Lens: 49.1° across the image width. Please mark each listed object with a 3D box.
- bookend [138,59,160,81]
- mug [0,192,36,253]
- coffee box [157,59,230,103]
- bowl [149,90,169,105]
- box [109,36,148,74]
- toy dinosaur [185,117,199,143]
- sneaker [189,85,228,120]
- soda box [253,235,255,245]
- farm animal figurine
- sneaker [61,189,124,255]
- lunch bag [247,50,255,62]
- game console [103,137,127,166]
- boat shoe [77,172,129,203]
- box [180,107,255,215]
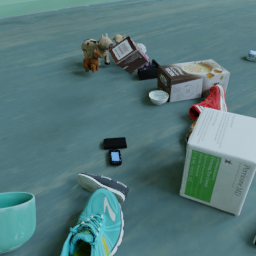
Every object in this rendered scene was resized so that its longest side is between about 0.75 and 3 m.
[{"bbox_3d":[0.856,-2.661,12.720,1.069,0.496,1.076,-10,37,-13],"label":"bookend"},{"bbox_3d":[-2.615,1.953,5.906,1.275,0.959,1.551,-3,2,-19],"label":"mug"},{"bbox_3d":[2.576,-1.936,11.302,2.465,0.982,1.409,-10,37,-14],"label":"coffee box"},{"bbox_3d":[1.171,-1.119,10.731,0.759,0.341,0.759,0,36,0],"label":"bowl"},{"bbox_3d":[0.054,-2.248,8.831,0.770,0.576,1.537,-32,-7,15],"label":"box"},{"bbox_3d":[2.293,0.117,8.778,1.051,0.791,1.549,-9,56,14],"label":"toy dinosaur"},{"bbox_3d":[2.823,-0.942,10.105,1.228,0.833,2.125,4,35,4],"label":"sneaker"},{"bbox_3d":[3.075,2.265,6.119,0.831,0.294,0.263,-28,42,-33],"label":"soda box"},{"bbox_3d":[-0.644,-3.667,12.905,2.996,1.506,2.419,-9,27,-5],"label":"farm animal figurine"},{"bbox_3d":[-0.712,2.213,5.534,1.047,1.076,2.702,6,36,8],"label":"sneaker"},{"bbox_3d":[6.545,-3.637,14.170,0.934,0.385,0.751,17,37,20],"label":"lunch bag"},{"bbox_3d":[-0.359,0.693,8.411,0.716,0.146,1.213,-4,37,-6],"label":"game console"},{"bbox_3d":[-0.634,1.442,7.121,1.368,0.517,0.413,25,43,13],"label":"boat shoe"},{"bbox_3d":[2.301,0.762,6.936,1.522,1.768,1.777,15,39,19],"label":"box"}]
